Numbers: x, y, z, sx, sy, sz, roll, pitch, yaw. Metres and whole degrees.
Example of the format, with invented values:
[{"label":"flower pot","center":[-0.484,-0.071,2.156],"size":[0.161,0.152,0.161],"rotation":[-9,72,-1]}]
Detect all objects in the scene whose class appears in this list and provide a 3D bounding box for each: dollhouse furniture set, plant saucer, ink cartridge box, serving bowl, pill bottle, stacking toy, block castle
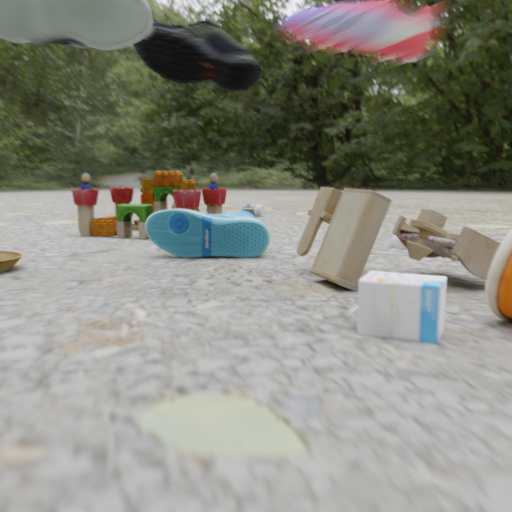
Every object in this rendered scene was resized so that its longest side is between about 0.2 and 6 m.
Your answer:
[{"label":"dollhouse furniture set","center":[2.382,0.150,8.698],"size":[2.869,1.401,2.446],"rotation":[22,1,-21]},{"label":"plant saucer","center":[-4.665,0.137,9.312],"size":[1.460,0.259,1.460],"rotation":[0,9,0]},{"label":"ink cartridge box","center":[1.451,0.504,5.809],"size":[0.927,0.580,0.596],"rotation":[4,10,24]},{"label":"serving bowl","center":[3.608,-0.392,12.287],"size":[1.283,0.422,1.283],"rotation":[1,9,0]},{"label":"pill bottle","center":[-0.116,-1.662,20.507],"size":[0.816,0.464,0.464],"rotation":[4,10,27]},{"label":"stacking toy","center":[3.409,0.390,5.539],"size":[1.363,1.363,1.866],"rotation":[-6,27,-35]},{"label":"block castle","center":[-2.705,-1.379,14.635],"size":[3.547,1.664,2.370],"rotation":[3,9,20]}]

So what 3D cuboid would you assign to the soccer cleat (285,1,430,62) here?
[{"label":"soccer cleat","center":[1.338,-3.028,7.304],"size":[1.892,0.723,0.631],"rotation":[9,17,-5]}]

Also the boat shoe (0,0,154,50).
[{"label":"boat shoe","center":[-2.733,-3.720,8.617],"size":[2.618,0.990,0.790],"rotation":[9,26,9]}]

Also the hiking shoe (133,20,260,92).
[{"label":"hiking shoe","center":[-1.066,-3.501,9.489],"size":[2.263,0.857,1.139],"rotation":[8,46,-34]}]

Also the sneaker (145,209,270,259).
[{"label":"sneaker","center":[-0.957,-0.493,11.341],"size":[2.407,0.957,1.572],"rotation":[9,10,-3]}]
